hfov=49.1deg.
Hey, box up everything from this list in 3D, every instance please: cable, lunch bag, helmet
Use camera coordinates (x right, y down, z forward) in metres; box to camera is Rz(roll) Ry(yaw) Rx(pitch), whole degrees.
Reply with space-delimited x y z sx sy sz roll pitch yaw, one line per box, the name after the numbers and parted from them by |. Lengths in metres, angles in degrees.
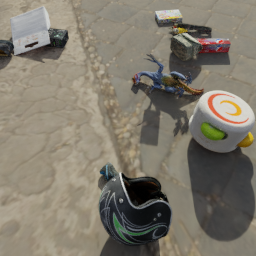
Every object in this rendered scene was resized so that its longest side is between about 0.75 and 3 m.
2.998 -4.816 13.684 2.076 0.522 1.008 3 31 -14 | cable
2.545 -3.620 12.260 0.980 0.814 1.169 -26 53 -21 | lunch bag
0.105 1.977 6.870 1.662 1.743 1.743 3 49 -8 | helmet

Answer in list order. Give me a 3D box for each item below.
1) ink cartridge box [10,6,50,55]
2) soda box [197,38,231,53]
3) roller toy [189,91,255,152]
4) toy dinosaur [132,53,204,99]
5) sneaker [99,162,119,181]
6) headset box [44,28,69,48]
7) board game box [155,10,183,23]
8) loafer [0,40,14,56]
-4.460 -4.399 12.978 1.781 0.554 2.214 -17 71 5 | ink cartridge box
3.806 -3.694 12.551 1.424 0.451 0.498 -2 48 -1 | soda box
2.951 -0.176 8.964 1.947 1.361 1.776 -1 49 -15 | roller toy
1.302 -1.710 10.839 2.193 2.416 1.269 22 85 48 | toy dinosaur
-0.405 1.475 8.242 0.440 0.394 1.075 -37 49 -21 | sneaker
-3.291 -4.165 12.946 0.993 0.461 0.864 7 49 6 | headset box
2.102 -5.778 14.477 1.255 0.215 0.844 -7 50 -6 | board game box
-5.960 -3.480 12.256 1.807 0.658 0.653 0 57 7 | loafer
